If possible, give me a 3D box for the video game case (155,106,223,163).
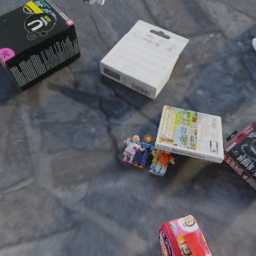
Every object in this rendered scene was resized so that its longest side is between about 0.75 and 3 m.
[{"bbox_3d":[1.750,0.104,7.899,1.748,0.220,1.921,12,38,6],"label":"video game case"}]

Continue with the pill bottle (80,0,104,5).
[{"bbox_3d":[-1.159,-3.799,7.742,1.073,0.596,0.596,16,62,-6],"label":"pill bottle"}]

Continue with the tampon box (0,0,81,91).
[{"bbox_3d":[-3.089,-2.773,9.117,2.418,1.526,1.812,-36,68,-17],"label":"tampon box"}]

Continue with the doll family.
[{"bbox_3d":[0.608,0.711,7.814,1.512,0.681,0.938,20,80,17],"label":"doll family"}]

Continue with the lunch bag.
[{"bbox_3d":[1.357,2.987,5.802,0.892,1.918,2.177,-15,63,-8],"label":"lunch bag"}]

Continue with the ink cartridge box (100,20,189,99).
[{"bbox_3d":[0.604,-2.398,9.508,2.072,0.727,2.549,28,57,14],"label":"ink cartridge box"}]

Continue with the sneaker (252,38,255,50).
[{"bbox_3d":[5.859,-3.137,9.423,2.918,1.331,1.132,-5,62,-3],"label":"sneaker"}]

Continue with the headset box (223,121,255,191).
[{"bbox_3d":[3.446,0.739,7.635,1.256,0.652,1.687,-40,67,-8],"label":"headset box"}]
